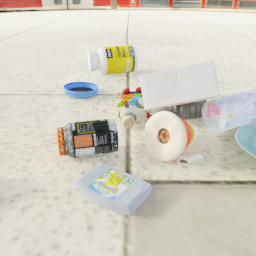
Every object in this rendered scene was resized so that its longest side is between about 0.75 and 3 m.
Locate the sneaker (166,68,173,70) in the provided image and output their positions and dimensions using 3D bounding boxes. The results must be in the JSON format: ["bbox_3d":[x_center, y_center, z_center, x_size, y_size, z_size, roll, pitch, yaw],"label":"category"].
[{"bbox_3d":[2.584,-2.586,13.880,1.180,0.736,2.001,16,30,39],"label":"sneaker"}]

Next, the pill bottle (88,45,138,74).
[{"bbox_3d":[-0.854,-3.727,15.319,2.588,1.440,1.440,-8,30,-12],"label":"pill bottle"}]

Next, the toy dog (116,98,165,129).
[{"bbox_3d":[0.451,-0.699,10.239,1.925,0.927,1.270,-26,43,-37],"label":"toy dog"}]

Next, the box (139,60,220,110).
[{"bbox_3d":[1.705,-1.375,9.491,2.375,1.158,1.477,-10,2,9],"label":"box"}]

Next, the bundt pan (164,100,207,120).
[{"bbox_3d":[2.232,-1.102,11.229,1.990,0.747,1.990,0,28,0],"label":"bundt pan"}]

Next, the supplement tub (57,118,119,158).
[{"bbox_3d":[-1.188,0.309,8.294,1.727,1.058,1.058,-6,29,-12],"label":"supplement tub"}]

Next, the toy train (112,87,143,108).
[{"bbox_3d":[-0.149,-1.081,11.306,1.717,0.727,0.994,-1,35,31],"label":"toy train"}]

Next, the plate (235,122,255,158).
[{"bbox_3d":[4.737,0.576,8.554,2.822,0.361,2.822,-1,29,0],"label":"plate"}]

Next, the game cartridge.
[{"bbox_3d":[-0.403,1.477,6.958,1.711,0.346,1.141,19,37,31],"label":"game cartridge"}]

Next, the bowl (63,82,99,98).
[{"bbox_3d":[-2.136,-1.745,12.747,1.576,0.309,1.576,3,25,-2],"label":"bowl"}]

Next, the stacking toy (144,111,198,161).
[{"bbox_3d":[1.600,0.196,8.645,1.975,1.443,1.443,-4,23,-46],"label":"stacking toy"}]

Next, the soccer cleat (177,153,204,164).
[{"bbox_3d":[1.803,0.910,8.063,0.779,0.270,0.302,-4,33,7],"label":"soccer cleat"}]

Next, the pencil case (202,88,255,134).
[{"bbox_3d":[4.020,-0.620,9.892,2.839,1.180,1.288,-13,43,-23],"label":"pencil case"}]
